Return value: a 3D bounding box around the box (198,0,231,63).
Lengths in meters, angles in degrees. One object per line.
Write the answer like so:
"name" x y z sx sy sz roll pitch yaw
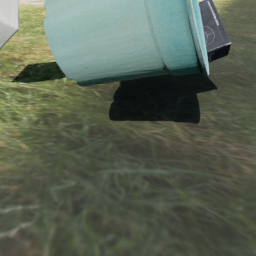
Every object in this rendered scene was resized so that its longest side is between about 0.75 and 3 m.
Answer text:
"box" 1.817 -2.458 7.563 1.394 1.418 0.879 -20 -12 13

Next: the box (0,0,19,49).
"box" -4.145 -3.264 8.041 1.390 1.615 1.623 21 51 -46

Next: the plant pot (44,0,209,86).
"plant pot" 0.017 -1.930 5.160 2.485 2.537 2.537 -11 27 20
